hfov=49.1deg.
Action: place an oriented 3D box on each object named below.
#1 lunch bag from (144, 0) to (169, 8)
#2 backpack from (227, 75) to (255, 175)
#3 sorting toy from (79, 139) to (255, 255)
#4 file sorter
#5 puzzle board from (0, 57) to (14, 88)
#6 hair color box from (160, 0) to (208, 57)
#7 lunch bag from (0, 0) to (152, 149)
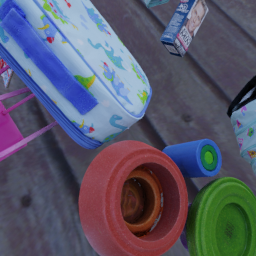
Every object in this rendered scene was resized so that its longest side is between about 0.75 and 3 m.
[{"bbox_3d":[0.786,-3.609,6.483,1.364,0.832,1.162,-26,85,23],"label":"lunch bag"},{"bbox_3d":[2.648,-0.172,4.143,1.872,2.243,1.420,15,55,-36],"label":"backpack"},{"bbox_3d":[0.556,1.032,3.782,2.851,1.170,1.713,29,65,-27],"label":"sorting toy"},{"bbox_3d":[-2.440,-0.810,4.238,1.764,1.955,2.813,-25,99,26],"label":"file sorter"},{"bbox_3d":[-2.688,-1.663,6.192,0.112,0.968,1.285,2,47,-40],"label":"puzzle board"},{"bbox_3d":[1.338,-2.440,6.601,0.405,0.669,1.339,26,88,36],"label":"hair color box"},{"bbox_3d":[-0.782,-1.037,3.985,1.035,2.017,2.510,-36,103,21],"label":"lunch bag"}]
